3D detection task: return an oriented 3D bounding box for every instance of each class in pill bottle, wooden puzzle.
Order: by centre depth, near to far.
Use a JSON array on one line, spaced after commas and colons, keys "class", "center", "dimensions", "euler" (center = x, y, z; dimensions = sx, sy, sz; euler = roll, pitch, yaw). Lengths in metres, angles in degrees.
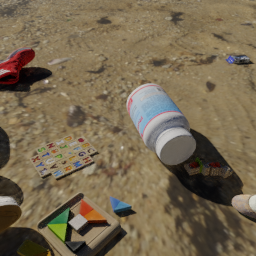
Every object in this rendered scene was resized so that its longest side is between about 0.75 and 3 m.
[{"class": "wooden puzzle", "center": [-1.143, 2.251, 6.416], "dimensions": [1.616, 0.280, 2.396], "euler": [24, 43, 28]}, {"class": "pill bottle", "center": [0.982, -0.157, 8.589], "dimensions": [1.435, 1.435, 2.639], "euler": [-10, 39, -13]}]

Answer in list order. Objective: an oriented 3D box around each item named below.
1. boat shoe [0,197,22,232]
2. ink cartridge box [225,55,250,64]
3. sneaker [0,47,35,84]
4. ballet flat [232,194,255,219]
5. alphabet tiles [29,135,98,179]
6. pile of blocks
[{"class": "boat shoe", "center": [-3.892, 1.968, 6.163], "dimensions": [2.918, 1.033, 1.011], "euler": [-13, 40, -15]}, {"class": "ink cartridge box", "center": [5.405, -3.405, 13.835], "dimensions": [1.055, 0.207, 0.524], "euler": [-8, 39, -8]}, {"class": "sneaker", "center": [-4.897, -2.651, 12.470], "dimensions": [1.388, 0.941, 2.403], "euler": [36, 62, 26]}, {"class": "ballet flat", "center": [3.415, 1.890, 6.554], "dimensions": [1.827, 0.614, 0.622], "euler": [14, 53, 19]}, {"class": "alphabet tiles", "center": [-1.932, 0.817, 8.453], "dimensions": [1.824, 0.058, 1.518], "euler": [-23, 43, -27]}, {"class": "pile of blocks", "center": [2.271, 1.045, 7.871], "dimensions": [1.320, 0.410, 0.542], "euler": [5, 38, 5]}]
